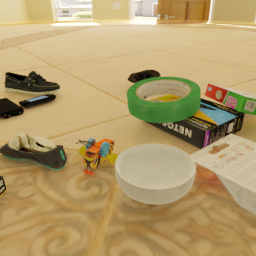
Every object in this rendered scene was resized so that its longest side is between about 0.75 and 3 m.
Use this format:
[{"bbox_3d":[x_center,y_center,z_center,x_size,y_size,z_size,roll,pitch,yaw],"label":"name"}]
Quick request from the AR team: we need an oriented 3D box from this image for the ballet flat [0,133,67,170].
[{"bbox_3d":[-2.681,0.531,7.800,2.237,0.817,0.817,11,28,22],"label":"ballet flat"}]

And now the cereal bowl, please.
[{"bbox_3d":[0.616,1.137,6.546,1.867,0.778,1.867,1,26,0],"label":"cereal bowl"}]

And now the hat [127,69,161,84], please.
[{"bbox_3d":[0.797,-2.234,13.490,1.604,0.647,1.604,-7,32,4],"label":"hat"}]

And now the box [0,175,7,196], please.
[{"bbox_3d":[-3.945,1.495,6.214,1.825,0.450,1.458,7,29,13],"label":"box"}]

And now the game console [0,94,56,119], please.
[{"bbox_3d":[-4.296,-1.035,11.463,2.675,0.322,1.578,-23,34,-39],"label":"game console"}]

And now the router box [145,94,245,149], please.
[{"bbox_3d":[2.151,-0.409,9.713,2.131,0.730,2.858,-20,33,-35],"label":"router box"}]

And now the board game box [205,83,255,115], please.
[{"bbox_3d":[4.267,-0.974,10.167,1.979,0.521,2.586,10,16,-13],"label":"board game box"}]

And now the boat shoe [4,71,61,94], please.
[{"bbox_3d":[-4.423,-2.140,12.823,2.916,0.967,1.090,8,22,22],"label":"boat shoe"}]

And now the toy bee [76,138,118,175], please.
[{"bbox_3d":[-0.935,0.739,7.478,1.112,0.923,1.699,15,5,40],"label":"toy bee"}]

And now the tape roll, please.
[{"bbox_3d":[1.188,-1.021,9.426,2.446,0.588,2.446,-4,31,3],"label":"tape roll"}]

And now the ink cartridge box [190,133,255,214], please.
[{"bbox_3d":[3.081,1.106,6.886,2.118,0.659,2.632,-20,29,-34],"label":"ink cartridge box"}]
